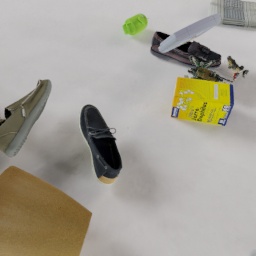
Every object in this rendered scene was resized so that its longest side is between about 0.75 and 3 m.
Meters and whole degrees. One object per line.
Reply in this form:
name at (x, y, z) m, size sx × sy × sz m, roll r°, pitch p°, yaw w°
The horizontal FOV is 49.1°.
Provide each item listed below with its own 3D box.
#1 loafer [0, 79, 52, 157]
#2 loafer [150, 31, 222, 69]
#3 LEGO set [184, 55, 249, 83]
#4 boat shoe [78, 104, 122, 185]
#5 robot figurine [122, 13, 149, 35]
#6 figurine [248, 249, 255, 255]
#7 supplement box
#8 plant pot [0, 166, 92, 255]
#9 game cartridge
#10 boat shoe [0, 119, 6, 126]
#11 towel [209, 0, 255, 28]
loafer at (-2.707, -0.446, 7.179) m, size 0.842 × 0.909 × 2.418 m, roll 27°, pitch 53°, yaw -12°
loafer at (1.986, -2.700, 9.660) m, size 2.543 × 0.801 × 0.914 m, roll 17°, pitch 48°, yaw 15°
LEGO set at (2.682, -1.615, 8.968) m, size 2.523 × 0.715 × 1.638 m, roll -1°, pitch 49°, yaw -19°
boat shoe at (-0.641, 0.273, 6.783) m, size 0.811 × 0.677 × 2.175 m, roll 3°, pitch 56°, yaw -35°
robot figurine at (0.312, -4.061, 10.971) m, size 1.127 × 0.652 × 0.989 m, roll -37°, pitch 27°, yaw -27°
figurine at (2.734, 2.956, 4.901) m, size 1.298 × 0.559 × 1.267 m, roll 12°, pitch 54°, yaw 12°
supplement box at (2.067, -0.753, 7.910) m, size 1.583 × 0.861 × 0.867 m, roll 9°, pitch 49°, yaw 8°
plant pot at (-1.651, 1.768, 5.357) m, size 1.787 × 1.666 × 1.666 m, roll 17°, pitch 49°, yaw -3°
game cartridge at (1.966, -2.981, 8.778) m, size 1.871 × 0.388 × 1.246 m, roll -29°, pitch 10°, yaw -20°
boat shoe at (-3.333, -0.067, 7.607) m, size 1.162 × 0.364 × 0.426 m, roll 13°, pitch 56°, yaw 9°
towel at (4.557, -5.045, 12.029) m, size 2.139 × 0.384 × 2.222 m, roll 12°, pitch 49°, yaw 10°
